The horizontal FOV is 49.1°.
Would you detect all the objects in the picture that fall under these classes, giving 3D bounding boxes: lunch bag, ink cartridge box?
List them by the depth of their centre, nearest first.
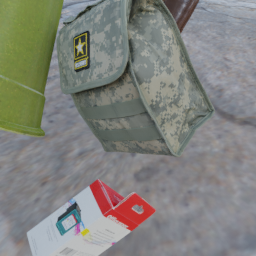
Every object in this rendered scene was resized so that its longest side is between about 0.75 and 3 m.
[{"bbox_3d":[-0.362,1.012,3.017,1.196,0.695,0.402,-37,51,1],"label":"ink cartridge box"},{"bbox_3d":[-0.078,-0.749,4.134,1.814,2.212,1.301,-2,35,52],"label":"lunch bag"}]

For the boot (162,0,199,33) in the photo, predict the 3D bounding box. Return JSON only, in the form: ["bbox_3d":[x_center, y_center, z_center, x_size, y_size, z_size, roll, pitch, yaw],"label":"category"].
[{"bbox_3d":[0.134,-2.145,6.278,2.366,0.815,2.539,17,81,19],"label":"boot"}]

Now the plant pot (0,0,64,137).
[{"bbox_3d":[-2.283,-1.595,4.548,2.844,2.701,2.844,20,-2,1],"label":"plant pot"}]
